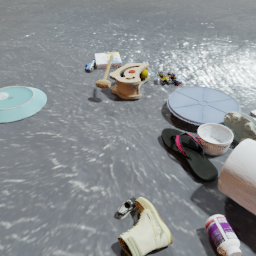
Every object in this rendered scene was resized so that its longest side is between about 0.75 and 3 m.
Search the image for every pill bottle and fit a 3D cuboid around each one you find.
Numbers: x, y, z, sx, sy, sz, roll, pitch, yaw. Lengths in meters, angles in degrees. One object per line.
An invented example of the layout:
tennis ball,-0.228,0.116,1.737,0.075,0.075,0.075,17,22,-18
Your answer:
pill bottle,2.154,2.469,6.323,0.521,0.521,0.927,-7,37,-10

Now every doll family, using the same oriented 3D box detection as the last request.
doll family,1.914,-2.282,12.905,1.211,0.475,0.700,2,31,-3

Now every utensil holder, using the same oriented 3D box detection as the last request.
utensil holder,3.518,1.414,6.810,1.732,1.732,2.039,-27,41,-32

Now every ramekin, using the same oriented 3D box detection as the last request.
ramekin,2.794,0.393,9.114,1.121,0.588,1.121,0,36,0

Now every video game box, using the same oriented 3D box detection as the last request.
video game box,-1.053,-3.571,14.759,1.301,0.334,1.428,-8,37,-5

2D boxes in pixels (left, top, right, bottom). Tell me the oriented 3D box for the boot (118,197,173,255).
boot,0.231,2.317,6.566,1.089,0.508,1.409,-19,41,-21

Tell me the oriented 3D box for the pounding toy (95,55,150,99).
pounding toy,0.043,-2.280,11.925,1.577,1.582,2.759,18,40,30

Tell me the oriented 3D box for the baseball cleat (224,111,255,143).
baseball cleat,4.557,0.288,9.121,1.531,1.003,2.877,-20,49,-36

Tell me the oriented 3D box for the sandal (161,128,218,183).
sandal,1.933,0.642,8.781,0.952,0.571,2.535,-15,39,-19

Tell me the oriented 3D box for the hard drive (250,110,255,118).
hard drive,5.374,-0.316,10.430,0.885,0.179,1.341,-13,38,-18

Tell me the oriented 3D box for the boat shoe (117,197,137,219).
boat shoe,-0.005,2.002,7.207,0.285,0.233,0.772,27,44,32

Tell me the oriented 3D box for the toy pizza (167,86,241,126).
toy pizza,2.900,-0.792,10.867,2.788,0.442,2.788,1,37,-1

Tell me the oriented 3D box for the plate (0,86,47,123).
plate,-4.771,-1.131,11.407,2.804,0.358,2.804,0,37,0

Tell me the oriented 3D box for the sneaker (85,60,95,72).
sneaker,-1.931,-3.178,14.197,0.426,0.375,0.956,7,37,6
